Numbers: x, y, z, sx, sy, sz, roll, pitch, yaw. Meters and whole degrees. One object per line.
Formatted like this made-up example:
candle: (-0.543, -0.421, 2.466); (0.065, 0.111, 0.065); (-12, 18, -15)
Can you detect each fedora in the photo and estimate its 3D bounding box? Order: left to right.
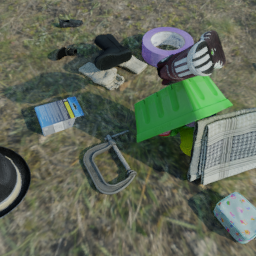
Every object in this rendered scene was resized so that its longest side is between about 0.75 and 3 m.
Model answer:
fedora: (-4.611, 1.431, 8.748); (2.997, 1.369, 2.997); (0, 50, 0)

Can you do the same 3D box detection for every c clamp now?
c clamp: (-0.482, 1.129, 9.701); (2.008, 0.318, 2.351); (-17, 51, -14)

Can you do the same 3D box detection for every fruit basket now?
fruit basket: (1.948, 0.018, 9.230); (2.257, 3.129, 3.129); (-18, 49, -41)

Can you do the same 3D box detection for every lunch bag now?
lunch bag: (3.334, 2.640, 8.282); (1.085, 0.521, 1.353); (-25, 54, -23)

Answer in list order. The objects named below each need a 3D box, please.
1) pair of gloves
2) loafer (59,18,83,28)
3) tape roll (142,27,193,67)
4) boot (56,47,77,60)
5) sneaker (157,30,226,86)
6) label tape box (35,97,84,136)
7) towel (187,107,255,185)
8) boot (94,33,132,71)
pair of gloves: (-0.703, -2.860, 13.006); (2.617, 0.459, 2.225); (-38, 59, -27)
loafer: (-3.157, -5.860, 15.546); (1.312, 0.461, 0.445); (-7, 50, -6)
tape roll: (1.910, -3.954, 13.708); (2.440, 0.800, 2.440); (0, 50, 0)
boot: (-3.001, -3.627, 13.691); (0.782, 0.394, 1.046); (13, 51, 11)
sneaker: (1.682, -1.929, 7.912); (1.659, 1.087, 2.872); (-14, 10, 34)
label tape box: (-2.657, -0.495, 10.946); (1.647, 0.544, 1.180); (-18, 53, -18)
towel: (3.185, 0.606, 8.680); (2.708, 2.607, 0.468); (-12, 40, -10)
boot: (-1.063, -3.530, 12.820); (2.072, 0.791, 1.741); (-27, 58, -32)
